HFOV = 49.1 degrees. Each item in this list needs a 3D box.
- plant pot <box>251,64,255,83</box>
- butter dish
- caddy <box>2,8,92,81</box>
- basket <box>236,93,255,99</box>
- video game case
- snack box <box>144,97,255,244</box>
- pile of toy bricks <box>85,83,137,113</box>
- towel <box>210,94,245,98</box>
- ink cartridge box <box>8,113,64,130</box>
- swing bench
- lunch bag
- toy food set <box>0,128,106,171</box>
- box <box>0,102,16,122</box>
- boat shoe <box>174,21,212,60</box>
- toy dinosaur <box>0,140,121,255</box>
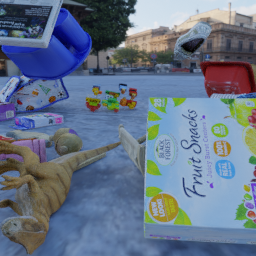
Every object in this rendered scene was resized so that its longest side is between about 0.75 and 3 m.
[{"bbox_3d":[9.845,-3.819,21.760,1.836,1.836,1.970,-1,27,-6],"label":"plant pot"},{"bbox_3d":[4.346,-1.748,12.589,2.299,1.704,2.306,10,-26,36],"label":"butter dish"},{"bbox_3d":[-2.548,-2.583,9.067,2.930,2.071,1.538,11,-26,34],"label":"caddy"},{"bbox_3d":[2.528,0.009,5.175,1.700,1.341,1.928,9,6,31],"label":"basket"},{"bbox_3d":[-3.099,-3.178,7.618,2.460,2.237,0.287,6,-25,7],"label":"video game case"},{"bbox_3d":[0.889,0.413,3.239,1.389,0.557,1.647,2,52,6],"label":"snack box"},{"bbox_3d":[-0.588,-1.043,11.152,2.115,1.173,1.044,8,50,-14],"label":"pile of toy bricks"},{"bbox_3d":[3.922,-0.985,10.986,1.410,0.729,1.703,5,14,24],"label":"towel"},{"bbox_3d":[-2.835,-0.220,8.658,0.860,0.302,1.440,11,18,41],"label":"ink cartridge box"},{"bbox_3d":[0.701,0.370,4.563,1.450,0.941,1.442,-14,16,-9],"label":"swing bench"},{"bbox_3d":[-4.087,-1.518,11.589,2.482,1.537,2.110,-30,26,-23],"label":"lunch bag"},{"bbox_3d":[-2.043,0.302,5.875,2.976,0.469,1.892,7,15,29],"label":"toy food set"},{"bbox_3d":[-5.373,-0.398,8.670,2.050,0.586,2.996,5,14,21],"label":"box"},{"bbox_3d":[2.445,-3.260,11.046,0.838,0.729,2.274,24,-20,-14],"label":"boat shoe"},{"bbox_3d":[-1.129,0.696,3.957,1.565,0.890,2.946,24,20,0],"label":"toy dinosaur"}]
